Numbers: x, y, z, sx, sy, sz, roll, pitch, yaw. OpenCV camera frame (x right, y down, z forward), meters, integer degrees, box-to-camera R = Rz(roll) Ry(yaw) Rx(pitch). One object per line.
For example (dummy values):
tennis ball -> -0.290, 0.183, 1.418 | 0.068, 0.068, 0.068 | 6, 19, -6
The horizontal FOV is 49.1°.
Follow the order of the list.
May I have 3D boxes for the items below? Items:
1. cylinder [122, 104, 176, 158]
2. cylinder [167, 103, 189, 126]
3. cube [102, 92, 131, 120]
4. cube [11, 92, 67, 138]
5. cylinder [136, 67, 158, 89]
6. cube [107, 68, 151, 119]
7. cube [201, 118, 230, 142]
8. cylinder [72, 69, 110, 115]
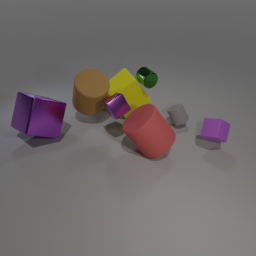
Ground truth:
cylinder -> 0.746, 0.103, 9.919 | 1.400, 1.400, 1.400 | -31, 29, 19
cylinder -> 2.104, -0.569, 11.776 | 0.700, 0.700, 0.700 | -27, 14, 7
cube -> -0.432, -0.829, 10.371 | 0.700, 0.700, 0.700 | -35, 21, -11
cube -> -3.428, -0.499, 10.739 | 1.400, 1.400, 1.400 | 9, 7, -46
cylinder -> 0.786, -2.112, 11.734 | 0.700, 0.700, 0.700 | -17, 41, -25
cube -> -0.100, -1.532, 12.516 | 1.400, 1.400, 1.400 | -39, 37, 5
cube -> 3.192, 0.073, 10.221 | 0.700, 0.700, 0.700 | 20, -9, -41
cylinder -> -1.541, -1.453, 11.471 | 1.400, 1.400, 1.400 | 7, 60, -12
